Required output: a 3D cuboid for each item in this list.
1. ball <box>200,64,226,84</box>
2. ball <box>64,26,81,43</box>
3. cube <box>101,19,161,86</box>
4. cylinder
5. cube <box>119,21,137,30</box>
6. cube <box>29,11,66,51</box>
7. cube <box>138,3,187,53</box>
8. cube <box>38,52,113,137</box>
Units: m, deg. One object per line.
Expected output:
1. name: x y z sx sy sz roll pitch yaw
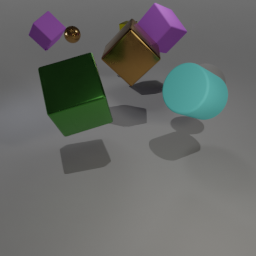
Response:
1. ball: 2.656 -1.516 9.719 1.400 1.400 1.400 0 30 0
2. ball: -2.348 -3.941 11.819 0.700 0.700 0.700 0 30 0
3. cube: 0.122 -2.588 9.573 1.400 1.400 1.400 40 27 -21
4. cylinder: 1.929 -1.001 8.005 1.400 1.400 1.400 27 12 38
5. cube: 0.041 -5.073 14.425 0.700 0.700 0.700 15 39 28
6. cube: -2.442 -2.915 8.458 0.700 0.700 0.700 -24 27 57
7. cube: 1.445 -4.352 12.380 1.400 1.400 1.400 -10 64 -50
8. cube: -1.307 -0.818 7.237 1.400 1.400 1.400 -17 66 -3
